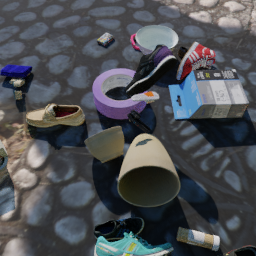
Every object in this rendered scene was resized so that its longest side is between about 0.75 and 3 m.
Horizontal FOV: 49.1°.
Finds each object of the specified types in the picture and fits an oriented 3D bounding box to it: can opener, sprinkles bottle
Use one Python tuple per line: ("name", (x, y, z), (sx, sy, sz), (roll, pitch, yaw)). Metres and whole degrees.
("can opener", (0.390, -0.181, 9.812), (1.033, 0.406, 0.327), (46, 56, -11))
("sprinkles bottle", (2.236, 3.541, 8.969), (1.293, 0.441, 0.441), (12, 54, 9))

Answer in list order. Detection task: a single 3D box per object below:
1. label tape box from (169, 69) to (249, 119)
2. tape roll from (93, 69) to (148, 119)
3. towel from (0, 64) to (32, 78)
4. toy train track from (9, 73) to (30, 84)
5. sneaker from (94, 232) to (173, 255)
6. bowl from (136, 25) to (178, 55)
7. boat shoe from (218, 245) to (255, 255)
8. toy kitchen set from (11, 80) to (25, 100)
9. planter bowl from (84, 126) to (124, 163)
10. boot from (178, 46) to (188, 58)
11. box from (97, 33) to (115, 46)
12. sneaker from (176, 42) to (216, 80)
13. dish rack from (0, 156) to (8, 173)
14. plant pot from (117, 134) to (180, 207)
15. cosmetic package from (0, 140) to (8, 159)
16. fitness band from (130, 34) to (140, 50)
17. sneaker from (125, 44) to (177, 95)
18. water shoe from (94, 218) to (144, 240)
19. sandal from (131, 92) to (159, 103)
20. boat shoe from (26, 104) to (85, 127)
("label tape box", (3.486, -1.522, 12.460), (2.993, 0.947, 2.158), (-2, 53, -2))
("tape roll", (-0.338, -1.573, 12.595), (2.436, 0.799, 2.436), (0, 54, 1))
("towel", (-5.466, -2.831, 13.692), (1.305, 0.323, 0.964), (7, 41, 9))
("toy train track", (-5.298, -2.491, 13.677), (1.071, 0.174, 0.614), (-37, 61, -25))
("sneaker", (0.179, 3.652, 8.532), (2.411, 0.934, 0.960), (-2, 59, -2))
("bowl", (1.458, -4.303, 14.532), (2.163, 0.972, 2.163), (1, 52, -1))
("boat shoe", (3.218, 4.059, 8.537), (1.739, 0.545, 0.636), (-16, 55, -10))
("toy kitchen set", (-5.197, -1.804, 13.073), (0.585, 0.796, 0.993), (-1, 17, -7))
("planter bowl", (-0.768, 0.699, 10.613), (1.518, 1.518, 1.022), (-21, 83, -15))
("boot", (2.999, -3.823, 14.484), (0.983, 0.476, 0.367), (37, 61, 24))
("box", (-1.226, -4.918, 15.506), (0.579, 0.160, 0.848), (30, 59, 20))
("sneaker", (3.410, -3.133, 13.726), (1.408, 0.892, 2.503), (27, 64, 12))
("dish rack", (-6.024, 1.062, 10.734), (2.410, 0.611, 2.808), (-27, 58, -20))
("plant pot", (0.693, 1.270, 9.917), (2.046, 2.046, 2.185), (1, 38, 1))
("cosmetic package", (-5.178, 0.920, 10.163), (1.311, 0.572, 0.678), (-26, 58, -17))
("fitness band", (0.616, -4.741, 15.338), (0.868, 0.226, 1.209), (-12, 55, -9))
("sneaker", (0.735, -2.246, 10.906), (2.355, 0.892, 1.031), (-37, 66, 22))
("water shoe", (-0.271, 3.246, 9.051), (1.678, 0.662, 0.600), (-12, 54, -9))
("sandal", (0.520, -0.892, 8.503), (0.838, 0.240, 0.321), (-6, 54, -2))
("boat shoe", (-3.107, -0.626, 11.833), (2.505, 0.867, 0.924), (-3, 53, -2))
